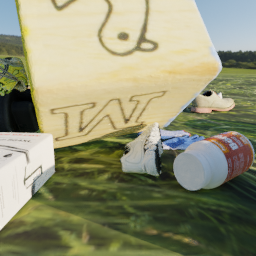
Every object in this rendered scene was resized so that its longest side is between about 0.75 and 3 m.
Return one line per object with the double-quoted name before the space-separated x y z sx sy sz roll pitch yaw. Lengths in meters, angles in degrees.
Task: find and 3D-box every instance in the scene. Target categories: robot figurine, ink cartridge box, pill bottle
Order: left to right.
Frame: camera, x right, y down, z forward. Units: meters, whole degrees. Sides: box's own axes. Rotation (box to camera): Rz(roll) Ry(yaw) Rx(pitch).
"ink cartridge box" -2.050 0.636 4.126 1.348 0.778 1.846 1 14 5
"robot figurine" -3.449 -0.467 7.016 2.505 1.563 1.882 1 5 3
"pill bottle" 1.402 0.534 4.574 1.380 0.774 0.774 -12 18 -41

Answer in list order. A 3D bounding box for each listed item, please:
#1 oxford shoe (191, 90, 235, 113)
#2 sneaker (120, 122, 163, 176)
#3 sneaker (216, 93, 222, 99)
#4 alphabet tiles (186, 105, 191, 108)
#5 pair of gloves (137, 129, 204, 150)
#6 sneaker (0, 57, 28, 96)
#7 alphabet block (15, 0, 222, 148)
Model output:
"oxford shoe" 3.505 -1.108 11.270 2.242 0.828 0.793 -9 16 -33
"sneaker" 0.310 0.366 5.561 0.732 0.678 1.805 -10 15 14
"sneaker" 3.749 -1.462 13.239 1.363 0.603 0.513 -1 15 -4
"alphabet tiles" 1.778 -1.013 12.544 1.538 0.059 1.848 -12 18 -39
"pair of gloves" 1.043 0.237 7.047 1.435 0.203 1.785 -3 15 -15
"sneaker" -2.465 -0.950 5.207 0.636 0.644 1.686 -27 2 27
"alphabet block" -0.515 -1.482 5.719 2.995 2.925 2.941 -11 -19 -17
